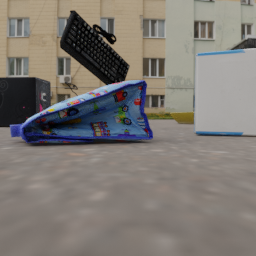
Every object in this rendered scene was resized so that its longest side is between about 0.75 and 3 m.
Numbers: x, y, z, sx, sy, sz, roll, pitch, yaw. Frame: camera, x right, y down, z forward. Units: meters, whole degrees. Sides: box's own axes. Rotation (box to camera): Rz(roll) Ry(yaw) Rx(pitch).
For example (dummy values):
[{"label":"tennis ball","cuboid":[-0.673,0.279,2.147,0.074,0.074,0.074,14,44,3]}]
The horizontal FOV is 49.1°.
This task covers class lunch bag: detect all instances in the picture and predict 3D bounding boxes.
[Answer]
[{"label":"lunch bag","cuboid":[-0.769,-0.148,4.114,1.828,0.860,1.377,-10,8,-18]}]

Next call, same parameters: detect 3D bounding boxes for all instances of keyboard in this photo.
[{"label":"keyboard","cuboid":[-0.824,-2.393,8.535,0.348,1.629,2.713,-1,-24,36]}]

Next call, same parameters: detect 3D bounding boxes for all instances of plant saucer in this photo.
[{"label":"plant saucer","cuboid":[4.094,-0.550,15.528,2.720,0.659,2.720,-1,1,-19]}]

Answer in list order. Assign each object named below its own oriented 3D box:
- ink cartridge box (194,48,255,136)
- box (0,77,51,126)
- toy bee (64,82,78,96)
[{"label":"ink cartridge box","cuboid":[2.415,-0.674,6.121,1.600,1.558,2.489,1,3,21]},{"label":"box","cuboid":[-4.645,-0.975,10.768,2.977,1.820,1.579,-1,3,3]},{"label":"toy bee","cuboid":[-1.302,-0.442,9.474,2.231,1.213,1.460,24,-8,-3]}]
